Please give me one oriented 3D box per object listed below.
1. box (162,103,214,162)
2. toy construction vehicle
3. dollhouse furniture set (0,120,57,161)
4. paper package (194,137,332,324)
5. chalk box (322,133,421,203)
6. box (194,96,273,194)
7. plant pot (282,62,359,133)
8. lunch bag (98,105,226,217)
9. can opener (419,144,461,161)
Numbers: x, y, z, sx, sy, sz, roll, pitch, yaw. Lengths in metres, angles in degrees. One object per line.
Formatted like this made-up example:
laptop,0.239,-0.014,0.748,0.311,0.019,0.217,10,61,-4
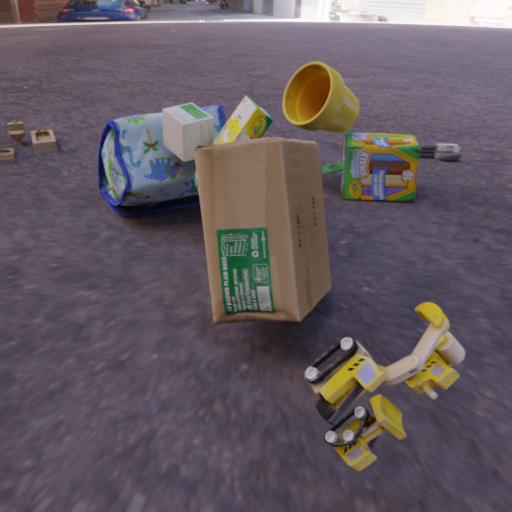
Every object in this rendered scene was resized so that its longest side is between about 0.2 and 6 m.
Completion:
box,-1.008,-1.830,8.261,0.535,0.624,0.621,-23,46,-30
toy construction vehicle,0.921,0.954,3.865,1.232,1.072,0.434,-40,40,5
dollhouse furniture set,-5.451,-3.012,12.770,1.517,1.236,1.442,-11,29,-20
paper package,0.146,-0.343,6.314,0.979,1.892,1.804,-3,8,20
chalk box,2.088,-1.675,10.405,1.689,1.047,1.054,3,27,6
box,-0.376,-1.494,7.878,0.347,1.435,0.842,33,16,-25
plant pot,1.229,-2.700,9.971,1.076,1.143,1.143,14,12,-44
lunch bag,-1.648,-1.539,9.760,1.981,1.485,2.330,-13,1,-23
can opener,3.865,-2.294,12.376,1.261,0.336,0.422,3,27,8
